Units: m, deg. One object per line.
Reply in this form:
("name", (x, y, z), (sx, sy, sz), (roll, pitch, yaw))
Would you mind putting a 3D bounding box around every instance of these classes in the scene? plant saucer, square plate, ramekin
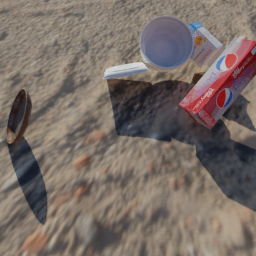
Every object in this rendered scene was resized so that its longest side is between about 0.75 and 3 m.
("plant saucer", (-3.097, -0.321, 8.018), (0.258, 1.610, 1.610), (14, 37, -35))
("square plate", (-0.090, -2.001, 9.608), (1.537, 0.221, 1.551), (-9, 20, 1))
("ramekin", (1.290, -2.858, 9.890), (1.860, 0.976, 1.860), (0, 86, -4))

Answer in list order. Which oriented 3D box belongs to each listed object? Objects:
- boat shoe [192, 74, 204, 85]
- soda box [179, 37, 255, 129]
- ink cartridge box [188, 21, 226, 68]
("boat shoe", (2.962, -1.384, 9.482), (1.604, 0.591, 0.555), (28, 10, 26))
("soda box", (2.746, -1.309, 8.137), (2.618, 0.830, 0.917), (-50, 36, 2))
("ink cartridge box", (2.717, -2.930, 10.248), (1.698, 0.978, 0.576), (48, 45, 11))
